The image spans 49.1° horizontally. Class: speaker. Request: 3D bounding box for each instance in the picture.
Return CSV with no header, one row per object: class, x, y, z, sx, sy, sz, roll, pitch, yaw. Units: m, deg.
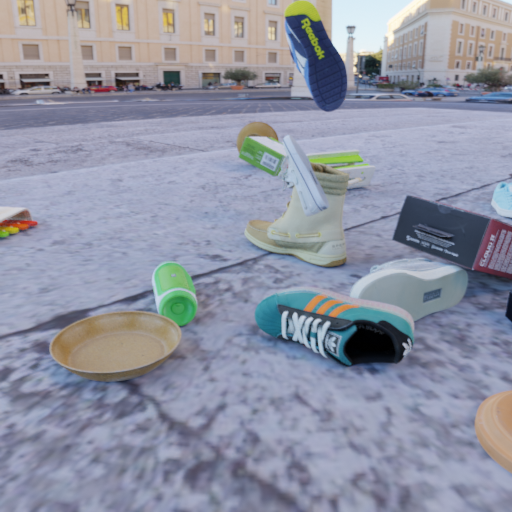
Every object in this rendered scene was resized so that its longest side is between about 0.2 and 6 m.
speaker,-1.348,0.588,9.165,0.653,0.653,1.477,-5,21,-13

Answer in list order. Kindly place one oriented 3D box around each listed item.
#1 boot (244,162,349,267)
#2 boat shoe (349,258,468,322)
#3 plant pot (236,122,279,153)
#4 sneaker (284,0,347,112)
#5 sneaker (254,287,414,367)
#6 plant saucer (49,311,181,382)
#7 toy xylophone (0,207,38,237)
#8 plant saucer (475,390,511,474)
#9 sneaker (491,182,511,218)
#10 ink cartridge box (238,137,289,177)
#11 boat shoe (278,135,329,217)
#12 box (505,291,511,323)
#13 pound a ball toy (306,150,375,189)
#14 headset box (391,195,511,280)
boot,0.791,-0.989,11.492,0.922,1.968,2.532,-19,27,-41
boat shoe,2.308,0.524,9.040,2.596,0.906,0.925,-5,18,-36
plant pot,-0.021,-3.973,19.880,1.576,1.576,1.691,2,12,5
sneaker,0.887,-2.928,8.369,0.606,1.639,0.674,-20,2,-4
sneaker,1.005,1.000,7.768,2.290,0.817,0.915,5,20,17
plant saucer,-1.913,1.272,7.749,1.761,0.312,1.761,0,20,0
toy xylophone,-6.114,-0.747,12.994,1.408,0.483,1.923,6,21,17
plant saucer,3.277,1.924,6.052,1.695,0.274,1.695,1,20,0
sneaker,6.627,-1.491,14.618,0.688,0.762,1.861,-1,20,0
ink cartridge box,0.394,-2.366,13.236,1.046,0.536,1.415,31,22,18
boat shoe,0.688,-1.357,9.833,0.642,1.506,0.556,-29,-11,21
box,4.397,0.879,8.596,0.773,0.480,0.779,0,20,-3
pound a ball toy,2.375,-2.222,16.640,2.472,1.050,1.612,-11,49,-29
headset box,3.819,-0.297,10.051,2.433,0.939,1.810,10,11,-37
